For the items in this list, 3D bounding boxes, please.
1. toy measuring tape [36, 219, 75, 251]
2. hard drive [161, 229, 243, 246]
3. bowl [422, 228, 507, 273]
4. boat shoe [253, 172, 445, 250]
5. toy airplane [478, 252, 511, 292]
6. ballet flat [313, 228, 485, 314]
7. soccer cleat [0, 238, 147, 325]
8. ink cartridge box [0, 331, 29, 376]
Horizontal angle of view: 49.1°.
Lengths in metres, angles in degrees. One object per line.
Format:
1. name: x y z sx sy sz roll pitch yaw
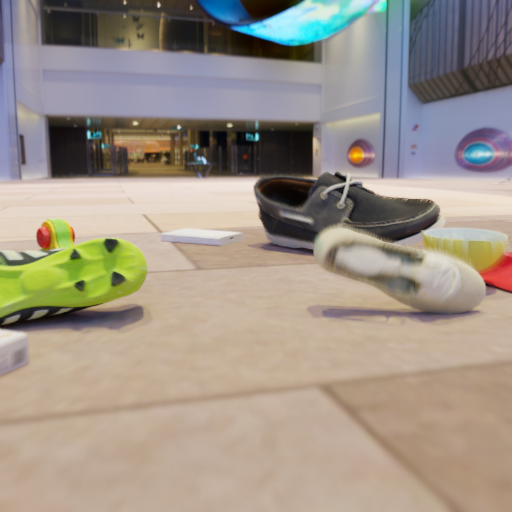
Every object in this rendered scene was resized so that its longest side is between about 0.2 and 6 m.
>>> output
1. toy measuring tape: -3.167 -0.300 9.251 0.630 0.630 1.713 -9 13 -43
2. hard drive: -1.041 -0.368 10.856 1.335 0.178 0.880 5 11 28
3. bowl: 2.496 -0.018 6.767 0.954 0.513 0.954 0 11 0
4. boat shoe: 1.332 -0.766 9.214 3.498 1.183 1.256 9 36 45
5. toy airplane: 3.450 0.100 7.339 2.310 0.425 2.310 -1 10 0
6. ballet flat: 1.455 0.165 5.578 1.818 0.632 0.632 15 11 3
7. soccer cleat: -2.298 0.322 5.466 2.473 0.835 1.002 -6 -15 -8
8. ink cartridge box: -2.586 0.713 4.235 1.562 0.290 0.740 6 12 21
